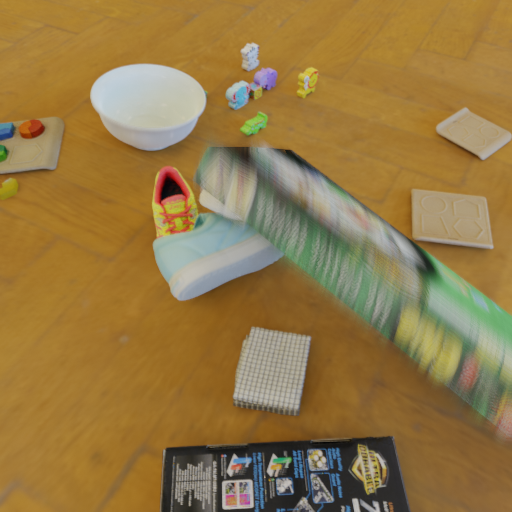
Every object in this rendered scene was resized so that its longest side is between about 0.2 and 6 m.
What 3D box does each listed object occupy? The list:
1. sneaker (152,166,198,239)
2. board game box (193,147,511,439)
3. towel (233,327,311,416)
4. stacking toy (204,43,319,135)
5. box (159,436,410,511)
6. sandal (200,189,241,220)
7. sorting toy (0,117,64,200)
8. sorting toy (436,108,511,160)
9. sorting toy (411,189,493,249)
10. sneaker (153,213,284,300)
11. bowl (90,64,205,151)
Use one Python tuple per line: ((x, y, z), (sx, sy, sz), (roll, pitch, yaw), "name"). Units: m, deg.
((-1.445, -0.552, 10.153), (0.975, 1.127, 2.495), (-15, 62, -9), "sneaker")
((1.981, 0.289, 8.039), (5.708, 0.670, 2.991), (40, 21, 15), "board game box")
((0.244, 1.783, 8.650), (1.049, 0.542, 1.267), (7, 51, 8), "towel")
((-0.102, -4.170, 13.780), (2.107, 0.656, 2.794), (33, 57, 25), "stacking toy")
((0.396, 3.822, 6.690), (3.122, 0.781, 3.145), (-2, 49, -3), "box")
((-0.038, -1.212, 9.914), (1.208, 0.729, 2.968), (25, 19, 7), "sandal")
((-5.367, -2.209, 12.245), (1.964, 0.353, 2.637), (-4, 49, -4), "sorting toy")
((4.981, -2.793, 12.871), (1.234, 0.243, 1.334), (-33, 61, -26), "sorting toy")
((3.807, -0.714, 11.024), (1.478, 0.291, 1.597), (7, 45, 6), "sorting toy")
((-0.386, -0.353, 9.618), (3.044, 1.125, 1.247), (-21, 71, -42), "sneaker")
((-2.375, -3.144, 12.481), (2.448, 1.100, 2.448), (5, 50, -5), "bowl")
